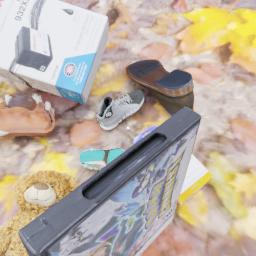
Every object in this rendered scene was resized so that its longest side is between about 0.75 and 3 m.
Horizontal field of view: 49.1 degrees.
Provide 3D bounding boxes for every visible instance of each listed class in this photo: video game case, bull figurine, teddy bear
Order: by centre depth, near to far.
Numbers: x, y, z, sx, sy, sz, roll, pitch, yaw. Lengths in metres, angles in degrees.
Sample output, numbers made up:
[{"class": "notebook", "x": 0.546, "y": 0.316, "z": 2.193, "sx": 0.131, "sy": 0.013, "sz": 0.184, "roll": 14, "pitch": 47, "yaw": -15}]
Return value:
[{"class": "video game case", "x": -0.046, "y": 1.428, "z": 4.165, "sx": 0.371, "sy": 2.912, "sz": 2.632, "roll": 35, "pitch": 52, "yaw": 29}, {"class": "teddy bear", "x": -1.681, "y": 2.088, "z": 5.181, "sx": 1.993, "sy": 0.918, "sz": 2.749, "roll": 12, "pitch": 72, "yaw": 21}, {"class": "bull figurine", "x": -2.829, "y": -0.247, "z": 6.823, "sx": 2.167, "sy": 0.706, "sz": 1.316, "roll": 4, "pitch": 44, "yaw": -6}]

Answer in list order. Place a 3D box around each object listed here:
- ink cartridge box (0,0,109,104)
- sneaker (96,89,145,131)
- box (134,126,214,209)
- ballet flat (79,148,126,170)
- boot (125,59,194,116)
[{"class": "ink cartridge box", "x": -2.005, "y": -1.958, "z": 6.633, "sx": 2.666, "sy": 1.116, "sz": 1.935, "roll": 18, "pitch": 83, "yaw": -1}, {"class": "sneaker", "x": -0.199, "y": -0.592, "z": 6.849, "sx": 1.404, "sy": 0.811, "sz": 0.527, "roll": -43, "pitch": 57, "yaw": -9}, {"class": "box", "x": 0.921, "y": 0.789, "z": 6.460, "sx": 1.087, "sy": 0.379, "sz": 1.826, "roll": -31, "pitch": 64, "yaw": -25}, {"class": "ballet flat", "x": -0.386, "y": 0.739, "z": 6.221, "sx": 1.546, "sy": 0.494, "sz": 0.585, "roll": 5, "pitch": 66, "yaw": 31}, {"class": "boot", "x": 0.801, "y": -0.983, "z": 7.371, "sx": 0.953, "sy": 1.236, "sz": 2.550, "roll": -33, "pitch": 36, "yaw": -13}]
